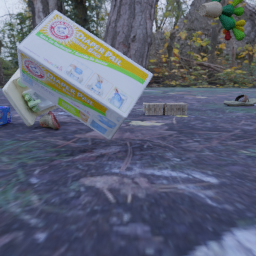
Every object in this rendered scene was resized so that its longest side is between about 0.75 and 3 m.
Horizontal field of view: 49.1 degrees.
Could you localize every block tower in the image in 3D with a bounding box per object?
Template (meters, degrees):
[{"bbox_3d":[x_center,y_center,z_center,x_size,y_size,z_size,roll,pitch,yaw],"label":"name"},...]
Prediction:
[{"bbox_3d":[1.462,-0.764,11.205,1.713,0.463,0.495,1,11,0],"label":"block tower"}]

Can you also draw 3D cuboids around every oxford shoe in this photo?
[{"bbox_3d":[-2.286,-0.141,8.103,0.486,0.458,1.299,-28,17,-14],"label":"oxford shoe"}]

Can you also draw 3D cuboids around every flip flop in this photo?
[{"bbox_3d":[6.064,-1.507,15.052,2.087,0.601,0.846,-4,11,-20],"label":"flip flop"}]

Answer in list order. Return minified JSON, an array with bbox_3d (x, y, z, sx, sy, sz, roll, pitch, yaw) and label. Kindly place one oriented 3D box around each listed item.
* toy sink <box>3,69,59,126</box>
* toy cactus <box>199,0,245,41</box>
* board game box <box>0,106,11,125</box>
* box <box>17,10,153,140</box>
[{"bbox_3d":[-2.651,-1.229,8.500,1.142,1.329,2.039,-21,30,10],"label":"toy sink"},{"bbox_3d":[1.586,-2.013,4.815,0.959,1.162,0.594,-12,0,-30],"label":"toy cactus"},{"bbox_3d":[-5.148,-0.314,8.312,2.513,0.565,1.911,1,10,5],"label":"board game box"},{"bbox_3d":[-0.920,-1.031,5.809,2.362,1.197,1.329,33,-27,-2],"label":"box"}]
